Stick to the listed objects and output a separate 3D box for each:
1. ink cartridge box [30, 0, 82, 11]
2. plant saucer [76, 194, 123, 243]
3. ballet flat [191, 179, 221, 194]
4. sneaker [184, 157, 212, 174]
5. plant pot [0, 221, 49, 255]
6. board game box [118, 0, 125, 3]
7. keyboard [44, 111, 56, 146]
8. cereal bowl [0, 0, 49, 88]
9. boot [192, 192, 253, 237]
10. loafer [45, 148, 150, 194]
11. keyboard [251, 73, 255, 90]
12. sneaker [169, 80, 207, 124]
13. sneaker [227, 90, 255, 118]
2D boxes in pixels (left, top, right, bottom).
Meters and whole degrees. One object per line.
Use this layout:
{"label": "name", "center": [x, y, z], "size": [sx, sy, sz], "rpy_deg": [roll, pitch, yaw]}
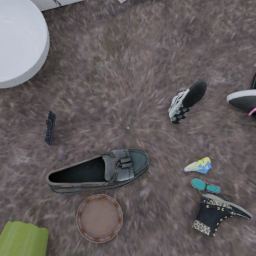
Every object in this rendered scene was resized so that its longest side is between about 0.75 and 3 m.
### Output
{"label": "ink cartridge box", "center": [-2.656, -4.755, 9.048], "size": [2.169, 0.915, 1.584], "rpy_deg": [-16, 73, -5]}
{"label": "plant saucer", "center": [-0.741, 2.363, 7.372], "size": [1.205, 0.207, 1.205], "rpy_deg": [0, 75, 0]}
{"label": "ballet flat", "center": [2.075, 1.581, 7.553], "size": [0.813, 0.289, 0.281], "rpy_deg": [16, 78, 4]}
{"label": "sneaker", "center": [1.955, 1.110, 7.687], "size": [0.782, 0.296, 0.411], "rpy_deg": [-23, 76, -8]}
{"label": "plant pot", "center": [-2.597, 3.099, 6.587], "size": [1.671, 1.671, 1.587], "rpy_deg": [10, 61, 3]}
{"label": "board game box", "center": [-0.147, -5.425, 9.536], "size": [1.830, 0.377, 1.835], "rpy_deg": [-41, 78, -11]}
{"label": "keyboard", "center": [-2.200, -0.014, 7.800], "size": [0.118, 0.552, 0.920], "rpy_deg": [2, 109, -36]}
{"label": "cereal bowl", "center": [-3.693, -2.453, 8.183], "size": [2.888, 1.203, 2.888], "rpy_deg": [1, 78, -5]}
{"label": "boot", "center": [2.415, 2.362, 7.253], "size": [1.347, 0.486, 1.017], "rpy_deg": [24, 79, 7]}
{"label": "loafer", "center": [-0.752, 1.156, 7.361], "size": [2.814, 0.885, 1.011], "rpy_deg": [-14, 74, -4]}
{"label": "keyboard", "center": [4.950, -1.208, 8.397], "size": [2.360, 0.243, 1.499], "rpy_deg": [19, 81, 4]}
{"label": "sneaker", "center": [1.561, -0.828, 7.742], "size": [0.532, 1.436, 0.636], "rpy_deg": [18, 35, -30]}
{"label": "sneaker", "center": [4.000, -0.198, 7.741], "size": [2.608, 0.922, 1.293], "rpy_deg": [14, 76, 5]}
